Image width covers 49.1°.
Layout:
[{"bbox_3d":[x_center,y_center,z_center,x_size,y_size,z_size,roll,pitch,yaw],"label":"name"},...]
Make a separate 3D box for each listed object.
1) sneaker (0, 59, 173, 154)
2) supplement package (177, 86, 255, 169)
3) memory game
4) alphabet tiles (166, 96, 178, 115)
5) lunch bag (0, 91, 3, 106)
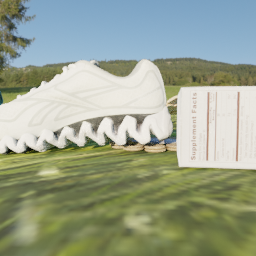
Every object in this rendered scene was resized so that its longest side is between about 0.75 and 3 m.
[{"bbox_3d":[-0.848,-0.283,3.781,2.827,1.146,1.062,-5,6,-3],"label":"sneaker"},{"bbox_3d":[1.154,-0.019,2.820,1.299,0.762,0.759,1,4,9],"label":"supplement package"},{"bbox_3d":[0.409,0.233,4.221,1.417,0.090,1.417,-1,4,0],"label":"memory game"},{"bbox_3d":[1.490,-0.689,10.533,2.507,0.183,2.452,-9,-15,-42],"label":"alphabet tiles"},{"bbox_3d":[-3.657,-0.445,5.255,1.870,1.339,2.195,-1,9,0],"label":"lunch bag"}]
